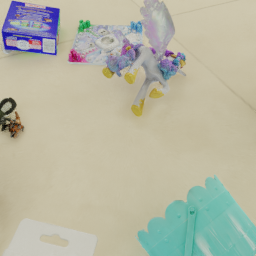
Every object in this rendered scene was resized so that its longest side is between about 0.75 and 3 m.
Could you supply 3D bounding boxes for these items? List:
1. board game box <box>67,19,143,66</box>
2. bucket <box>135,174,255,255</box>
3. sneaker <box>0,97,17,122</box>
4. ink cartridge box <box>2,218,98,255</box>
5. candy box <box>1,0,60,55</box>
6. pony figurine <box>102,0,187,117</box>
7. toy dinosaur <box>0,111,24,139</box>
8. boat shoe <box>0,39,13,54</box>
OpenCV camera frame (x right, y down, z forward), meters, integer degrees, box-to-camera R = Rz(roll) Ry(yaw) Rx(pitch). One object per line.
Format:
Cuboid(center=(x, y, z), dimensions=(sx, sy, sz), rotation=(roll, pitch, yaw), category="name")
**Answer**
Cuboid(center=(-0.745, -3.215, 10.289), dimensions=(2.574, 0.333, 2.574), rotation=(2, 49, 2), category="board game box")
Cuboid(center=(1.224, 1.872, 4.834), dimensions=(1.967, 1.967, 1.280), rotation=(-27, 64, -22), category="bucket")
Cuboid(center=(-3.707, -0.320, 7.786), dimensions=(1.326, 0.510, 0.587), rotation=(-47, 28, -25), category="sneaker")
Cuboid(center=(-1.524, 3.007, 4.459), dimensions=(1.545, 0.911, 2.684), rotation=(10, 50, 9), category="ink cartridge box")
Cuboid(center=(-3.412, -3.640, 10.140), dimensions=(1.794, 0.817, 2.122), rotation=(4, 50, -13), category="candy box")
Cuboid(center=(0.513, -2.058, 8.257), dimensions=(2.601, 2.244, 2.694), rotation=(51, 54, -11), category="pony figurine")
Cuboid(center=(-3.112, -0.081, 7.594), dimensions=(0.594, 0.447, 0.875), rotation=(4, 29, -15), category="toy dinosaur")
Cuboid(center=(-4.414, -3.042, 10.111), dimensions=(0.372, 0.407, 1.131), rotation=(-17, 55, 12), category="boat shoe")
